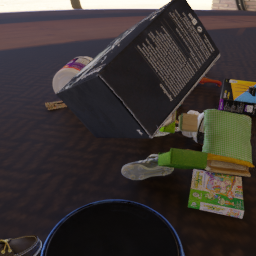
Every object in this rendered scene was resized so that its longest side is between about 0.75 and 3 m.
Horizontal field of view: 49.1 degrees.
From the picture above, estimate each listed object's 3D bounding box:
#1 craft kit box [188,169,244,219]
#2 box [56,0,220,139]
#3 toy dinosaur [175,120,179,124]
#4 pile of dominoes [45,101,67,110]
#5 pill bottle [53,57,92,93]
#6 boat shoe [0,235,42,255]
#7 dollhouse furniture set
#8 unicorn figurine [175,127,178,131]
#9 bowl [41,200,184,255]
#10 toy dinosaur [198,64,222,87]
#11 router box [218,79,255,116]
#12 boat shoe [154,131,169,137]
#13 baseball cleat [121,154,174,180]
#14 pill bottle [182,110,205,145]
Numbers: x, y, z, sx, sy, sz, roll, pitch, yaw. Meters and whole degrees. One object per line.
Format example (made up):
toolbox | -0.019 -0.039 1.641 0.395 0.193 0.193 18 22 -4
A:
craft kit box | 2.218 1.607 7.075 1.262 0.310 1.278 6 29 15
box | 0.119 -1.132 6.080 2.474 1.560 2.516 -50 21 -22
toy dinosaur | 0.955 -0.309 10.339 2.433 0.735 1.292 -9 62 -25
pile of dominoes | -3.040 -1.035 11.954 0.905 0.144 0.705 -12 31 -20
pill bottle | -2.245 -2.368 12.885 1.554 1.554 2.790 4 29 7
boat shoe | -2.474 2.447 5.327 1.638 0.493 0.584 -18 34 -29
dollhouse furniture set | 2.264 0.240 7.241 2.720 1.782 1.365 8 -11 -7
unicorn figurine | 2.042 -0.079 10.035 0.750 0.403 1.092 0 20 17
bowl | -0.291 2.441 5.290 2.800 0.550 2.800 0 29 0
toy dinosaur | 3.512 -2.360 14.051 2.300 1.208 2.087 -47 57 -6
router box | 4.938 -1.343 11.981 1.866 0.639 2.502 10 31 17
boat shoe | 1.004 0.001 9.759 1.297 0.462 0.453 -11 31 -18
baseball cleat | 0.496 1.085 7.876 1.516 0.529 0.807 2 21 -16
pill bottle | 2.771 0.092 8.963 1.890 1.100 1.100 19 34 33
